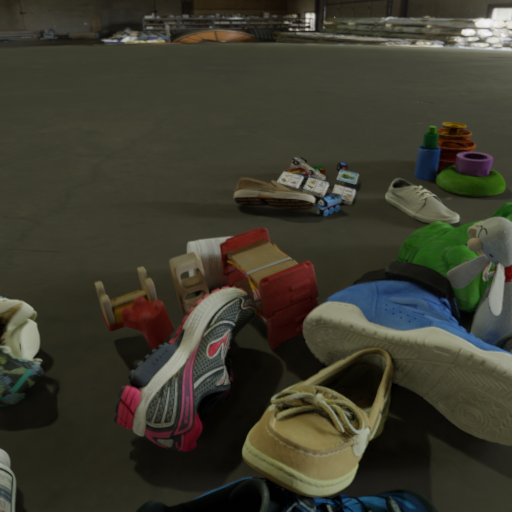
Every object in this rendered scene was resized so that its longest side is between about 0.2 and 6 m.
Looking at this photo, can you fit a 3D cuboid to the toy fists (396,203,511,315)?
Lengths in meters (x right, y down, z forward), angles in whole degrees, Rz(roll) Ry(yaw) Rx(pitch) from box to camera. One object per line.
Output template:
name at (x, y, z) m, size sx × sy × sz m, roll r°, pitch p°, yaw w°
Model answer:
toy fists at (4.117, -0.059, 8.856) m, size 3.692 × 1.270 × 1.882 m, roll -14°, pitch 30°, yaw -28°

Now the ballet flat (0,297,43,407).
ballet flat at (-3.102, 0.999, 7.157) m, size 0.800 × 0.800 × 2.155 m, roll -13°, pitch 35°, yaw -24°

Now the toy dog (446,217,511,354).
toy dog at (2.874, 0.592, 7.104) m, size 0.985 × 2.045 × 1.349 m, roll -19°, pitch 2°, yaw -2°

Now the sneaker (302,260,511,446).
sneaker at (2.317, 0.958, 6.777) m, size 3.180 × 1.221 × 1.769 m, roll 14°, pitch 37°, yaw 40°

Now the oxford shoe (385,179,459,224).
oxford shoe at (3.486, -1.166, 11.907) m, size 0.734 × 0.564 × 1.953 m, roll -10°, pitch 30°, yaw -27°

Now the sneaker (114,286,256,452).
sneaker at (-0.601, 1.284, 6.592) m, size 0.919 × 0.992 × 2.461 m, roll 26°, pitch 39°, yaw 12°

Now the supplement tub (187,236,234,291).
supplement tub at (-0.445, 0.098, 9.012) m, size 1.243 × 0.820 × 0.820 m, roll -6°, pitch 27°, yaw -13°

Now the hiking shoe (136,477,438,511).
hiking shoe at (0.282, 2.228, 4.240) m, size 2.700 × 1.171 × 1.004 m, roll -8°, pitch 27°, yaw -16°

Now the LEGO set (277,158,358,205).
LEGO set at (1.551, -1.810, 13.614) m, size 1.768 × 0.581 × 2.366 m, roll 16°, pitch 31°, yaw 8°

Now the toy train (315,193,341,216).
toy train at (1.539, -1.101, 11.951) m, size 0.670 × 0.383 × 0.290 m, roll -22°, pitch 33°, yaw -36°

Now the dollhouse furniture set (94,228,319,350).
dollhouse furniture set at (-0.640, 0.692, 7.671) m, size 2.702 × 1.099 × 1.454 m, roll -20°, pitch 31°, yaw -18°

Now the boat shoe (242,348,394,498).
boat shoe at (0.730, 1.416, 5.250) m, size 0.964 × 0.832 × 2.644 m, roll 21°, pitch 8°, yaw 29°

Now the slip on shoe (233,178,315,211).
slip on shoe at (0.399, -1.361, 12.074) m, size 1.797 × 0.545 × 0.683 m, roll 5°, pitch -19°, yaw 21°

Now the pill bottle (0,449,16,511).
pill bottle at (-2.454, 2.198, 5.026) m, size 0.552 × 0.552 × 0.922 m, roll -9°, pitch 26°, yaw -17°

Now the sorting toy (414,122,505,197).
sorting toy at (4.966, -2.572, 13.930) m, size 1.882 × 1.286 × 3.133 m, roll -1°, pitch 26°, yaw -3°
